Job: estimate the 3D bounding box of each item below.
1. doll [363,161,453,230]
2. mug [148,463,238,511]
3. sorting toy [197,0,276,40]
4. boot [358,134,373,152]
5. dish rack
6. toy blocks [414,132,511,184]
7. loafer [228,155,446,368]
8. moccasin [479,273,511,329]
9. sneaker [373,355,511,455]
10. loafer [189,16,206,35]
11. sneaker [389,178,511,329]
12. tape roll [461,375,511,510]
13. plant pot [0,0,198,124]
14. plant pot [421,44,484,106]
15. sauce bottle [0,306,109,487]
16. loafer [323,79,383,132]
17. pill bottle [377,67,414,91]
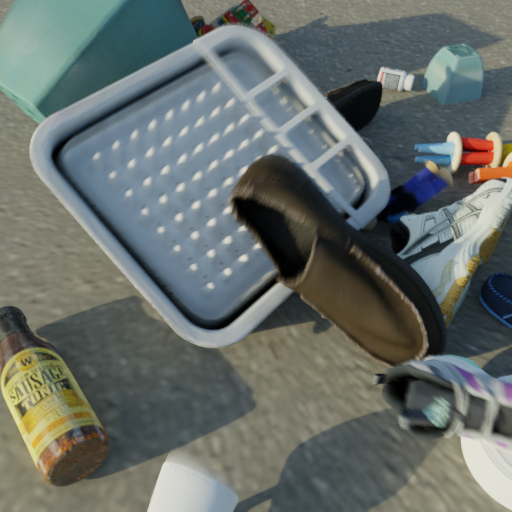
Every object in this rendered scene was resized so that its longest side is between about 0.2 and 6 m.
[{"bbox_3d":[2.217,-0.869,8.650,1.527,0.370,1.042,-34,38,-4],"label":"doll"},{"bbox_3d":[-0.598,2.452,5.044,0.767,0.958,0.787,-15,39,46],"label":"mug"},{"bbox_3d":[-0.196,-4.913,12.226,1.234,0.433,2.560,46,46,-13],"label":"sorting toy"},{"bbox_3d":[1.191,-1.826,9.683,1.608,0.565,1.176,25,49,14],"label":"boot"},{"bbox_3d":[-0.475,-1.076,7.874,3.657,0.928,4.261,49,59,2],"label":"dish rack"},{"bbox_3d":[3.689,-1.489,9.042,1.981,0.720,1.651,1,31,0],"label":"toy blocks"},{"bbox_3d":[0.795,0.218,6.641,3.235,1.181,1.154,44,39,9],"label":"loafer"},{"bbox_3d":[4.059,0.706,7.030,2.324,0.793,0.935,23,50,21],"label":"moccasin"},{"bbox_3d":[1.981,1.500,5.223,1.474,0.819,2.107,4,2,-31],"label":"sneaker"},{"bbox_3d":[-2.394,-4.483,11.883,2.900,1.048,1.056,-12,47,-11],"label":"loafer"},{"bbox_3d":[2.621,-0.338,7.806,1.336,1.153,3.048,28,51,26],"label":"sneaker"},{"bbox_3d":[2.975,2.008,5.965,1.450,0.507,1.450,0,47,0],"label":"tape roll"},{"bbox_3d":[-3.010,-3.699,10.006,2.188,2.189,3.097,34,82,22],"label":"plant pot"},{"bbox_3d":[3.995,-3.696,11.224,0.895,0.914,0.897,-14,47,-12],"label":"plant pot"},{"bbox_3d":[-2.487,1.468,6.340,0.768,0.768,2.327,-30,53,-26],"label":"sauce bottle"},{"bbox_3d":[1.327,-2.689,10.254,2.438,0.890,0.870,-30,53,-25],"label":"loafer"},{"bbox_3d":[2.859,-3.602,11.484,0.681,0.407,0.407,17,48,15],"label":"pill bottle"}]
